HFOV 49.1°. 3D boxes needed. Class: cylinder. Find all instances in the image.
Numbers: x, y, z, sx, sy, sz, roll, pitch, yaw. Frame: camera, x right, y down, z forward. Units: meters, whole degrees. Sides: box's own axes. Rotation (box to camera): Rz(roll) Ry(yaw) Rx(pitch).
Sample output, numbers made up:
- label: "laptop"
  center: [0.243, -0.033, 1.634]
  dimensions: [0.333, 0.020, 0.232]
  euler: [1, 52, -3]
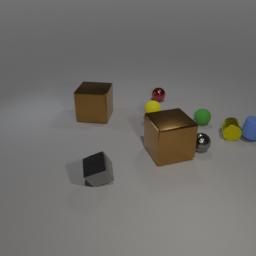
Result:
- label: "cylinder"
  center: [4.065, 0.038, 11.005]
  dimensions: [0.700, 0.700, 0.700]
  euler: [6, 30, 11]
- label: "cylinder"
  center: [4.793, 0.001, 10.771]
  dimensions: [0.700, 0.700, 0.700]
  euler: [9, 32, -5]

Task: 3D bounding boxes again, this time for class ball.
- label: "ball"
  center: [2.647, 0.520, 10.154]
  dimensions: [0.700, 0.700, 0.700]
  euler: [0, 29, 0]
- label: "ball"
  center: [1.062, -0.825, 12.023]
  dimensions: [0.700, 0.700, 0.700]
  euler: [0, 29, 0]
- label: "ball"
  center: [1.545, -1.696, 14.141]
  dimensions: [0.700, 0.700, 0.700]
  euler: [0, 29, 0]
- label: "ball"
  center: [3.185, -0.482, 11.952]
  dimensions: [0.700, 0.700, 0.700]
  euler: [0, 29, 0]

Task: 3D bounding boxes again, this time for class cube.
- label: "cube"
  center: [-1.477, -1.151, 12.424]
  dimensions: [1.400, 1.400, 1.400]
  euler: [4, 29, 8]
- label: "cube"
  center: [1.447, 0.281, 9.826]
  dimensions: [1.400, 1.400, 1.400]
  euler: [-9, 30, -14]
- label: "cube"
  center: [-0.897, 1.246, 8.449]
  dimensions: [0.700, 0.700, 0.700]
  euler: [-20, 51, 10]
